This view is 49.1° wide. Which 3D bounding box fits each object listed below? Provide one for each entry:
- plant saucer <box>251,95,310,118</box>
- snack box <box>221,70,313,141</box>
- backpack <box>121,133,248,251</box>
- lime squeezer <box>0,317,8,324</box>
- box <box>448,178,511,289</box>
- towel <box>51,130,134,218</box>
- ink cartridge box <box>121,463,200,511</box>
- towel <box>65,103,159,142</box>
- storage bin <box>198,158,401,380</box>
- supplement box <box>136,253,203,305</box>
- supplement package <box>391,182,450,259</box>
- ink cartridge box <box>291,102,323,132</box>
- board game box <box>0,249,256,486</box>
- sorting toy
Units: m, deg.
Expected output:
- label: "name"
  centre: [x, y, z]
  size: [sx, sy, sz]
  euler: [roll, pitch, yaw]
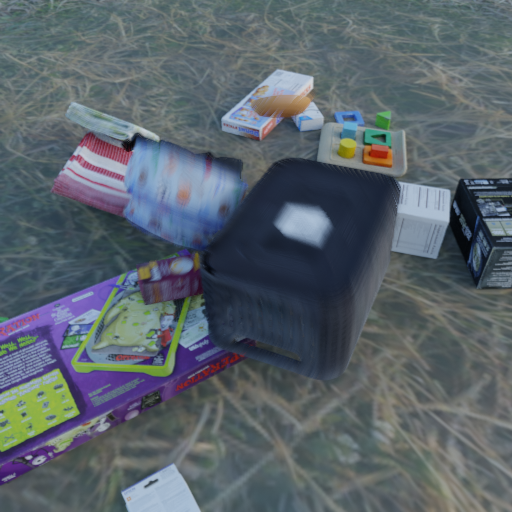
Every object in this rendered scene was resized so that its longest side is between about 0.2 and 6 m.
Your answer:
- label: "plant saucer"
  centre: [0.543, -3.289, 12.405]
  size: [1.314, 0.246, 1.314]
  euler: [-4, 3, 0]
- label: "snack box"
  centre: [0.373, -4.193, 15.294]
  size: [1.170, 0.396, 3.255]
  euler: [20, 47, 20]
- label: "backpack"
  centre: [-1.344, -1.177, 10.362]
  size: [2.510, 1.933, 2.391]
  euler: [14, -1, -18]
- label: "lime squeezer"
  centre: [-5.597, 0.793, 10.114]
  size: [2.578, 0.486, 0.910]
  euler: [28, 19, 28]
- label: "box"
  centre: [5.353, -0.487, 10.850]
  size: [2.577, 1.110, 2.110]
  euler: [-2, 43, -2]
- label: "towel"
  centre: [-3.066, -1.841, 12.242]
  size: [1.967, 0.311, 2.730]
  euler: [19, 35, -11]
- label: "ink cartridge box"
  centre: [-1.277, 3.331, 7.509]
  size: [0.819, 0.167, 0.821]
  euler: [-23, 48, -22]
- label: "towel"
  centre: [-3.355, -3.011, 13.217]
  size: [1.665, 0.468, 1.945]
  euler: [22, 7, 6]
- label: "storage bin"
  centre: [0.800, 0.014, 9.019]
  size: [2.287, 1.586, 3.382]
  euler: [15, 42, 19]
- label: "supplement box"
  centre: [-1.442, 0.388, 9.558]
  size: [1.088, 0.466, 0.600]
  euler: [-11, 38, -15]
- label: "supplement package"
  centre: [2.815, -0.781, 11.213]
  size: [1.847, 1.050, 1.011]
  euler: [11, 46, 10]
- label: "ink cartridge box"
  centre: [1.338, -3.673, 14.775]
  size: [0.626, 0.362, 0.858]
  euler: [-10, 44, -11]
- label: "board game box"
  centre: [-2.438, 1.522, 9.145]
  size: [4.262, 0.688, 2.558]
  euler: [-23, 52, -23]
- label: "sorting toy"
  centre: [2.594, -2.722, 13.661]
  size: [2.099, 0.508, 3.727]
  euler: [6, 44, 6]
